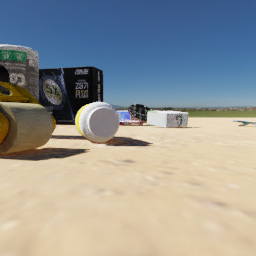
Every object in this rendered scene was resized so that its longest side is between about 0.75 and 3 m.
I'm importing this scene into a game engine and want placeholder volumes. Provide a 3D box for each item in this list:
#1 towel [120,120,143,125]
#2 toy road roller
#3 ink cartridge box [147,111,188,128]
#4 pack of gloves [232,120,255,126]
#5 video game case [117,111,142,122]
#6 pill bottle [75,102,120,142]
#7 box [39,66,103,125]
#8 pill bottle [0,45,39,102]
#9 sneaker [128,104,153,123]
[{"bbox_3d":[-0.126,-0.204,11.848,1.325,0.151,0.954,-3,5,-20],"label":"towel"},{"bbox_3d":[-1.706,-0.082,3.215,1.486,1.085,0.913,39,15,15],"label":"toy road roller"},{"bbox_3d":[1.334,-0.304,9.315,1.157,0.488,0.845,-4,10,-42],"label":"ink cartridge box"},{"bbox_3d":[4.345,-0.107,9.950,1.152,0.227,0.968,9,0,37],"label":"pack of gloves"},{"bbox_3d":[0.371,-0.640,15.905,2.488,0.624,2.745,-2,3,-34],"label":"video game case"},{"bbox_3d":[-0.472,-0.092,4.272,0.592,0.592,1.135,-1,2,-15],"label":"pill bottle"},{"bbox_3d":[-2.535,-1.304,11.810,2.837,2.323,1.222,1,2,15],"label":"box"},{"bbox_3d":[-2.195,-0.676,5.396,0.930,1.644,0.930,0,3,0],"label":"pill bottle"},{"bbox_3d":[0.707,-0.491,12.196,1.887,0.726,0.801,18,-19,-32],"label":"sneaker"}]
